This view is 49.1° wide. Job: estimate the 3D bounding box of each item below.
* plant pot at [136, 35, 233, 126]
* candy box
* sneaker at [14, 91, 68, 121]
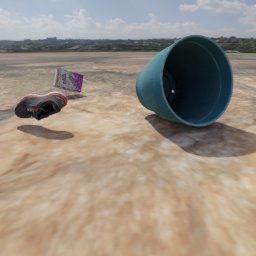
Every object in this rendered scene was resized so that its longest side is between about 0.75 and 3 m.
[{"bbox_3d":[1.284,-1.146,7.549,2.159,2.159,2.029,-8,5,-24],"label":"plant pot"},{"bbox_3d":[-2.326,-1.848,10.980,1.057,0.721,0.322,11,-8,-28],"label":"candy box"},{"bbox_3d":[-2.251,-0.468,6.881,1.536,0.592,0.629,-14,37,23],"label":"sneaker"}]
